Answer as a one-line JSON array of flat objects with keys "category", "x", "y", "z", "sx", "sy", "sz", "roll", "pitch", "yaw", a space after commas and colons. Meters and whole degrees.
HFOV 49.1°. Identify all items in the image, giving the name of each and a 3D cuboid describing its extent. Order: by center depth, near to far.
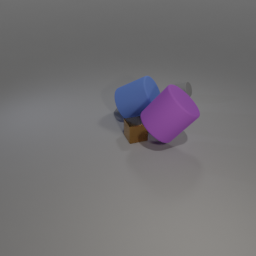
[{"category": "cylinder", "x": 1.370, "y": -0.460, "z": 9.193, "sx": 1.400, "sy": 1.400, "sz": 1.400, "roll": 32, "pitch": 31, "yaw": -22}, {"category": "cube", "x": 0.280, "y": 0.056, "z": 10.142, "sx": 0.700, "sy": 0.700, "sz": 0.700, "roll": -10, "pitch": 31, "yaw": -16}, {"category": "cylinder", "x": 0.416, "y": -1.171, "z": 11.113, "sx": 1.400, "sy": 1.400, "sz": 1.400, "roll": -19, "pitch": 20, "yaw": 28}, {"category": "cylinder", "x": 2.491, "y": -1.729, "z": 12.920, "sx": 0.700, "sy": 0.700, "sz": 0.700, "roll": -7, "pitch": 21, "yaw": 37}]
